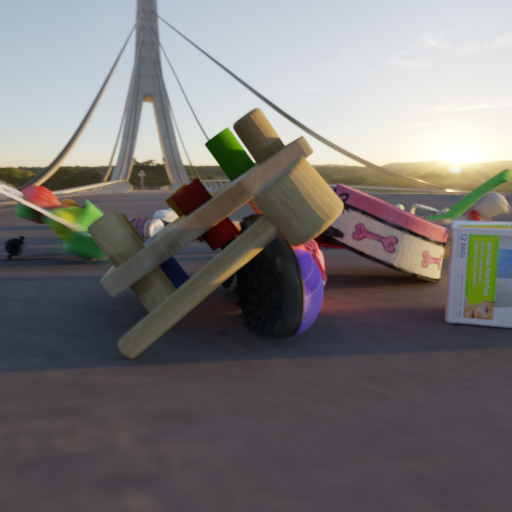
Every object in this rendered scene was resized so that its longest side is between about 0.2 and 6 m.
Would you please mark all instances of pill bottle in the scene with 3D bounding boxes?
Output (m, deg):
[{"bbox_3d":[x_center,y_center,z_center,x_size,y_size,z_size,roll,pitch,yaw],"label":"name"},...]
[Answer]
[{"bbox_3d":[-2.436,-0.558,11.879,0.863,0.493,0.493,5,9,27],"label":"pill bottle"}]

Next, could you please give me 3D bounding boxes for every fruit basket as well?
[{"bbox_3d":[-3.226,-0.606,8.912,1.884,0.883,1.745,22,1,-22],"label":"fruit basket"}]

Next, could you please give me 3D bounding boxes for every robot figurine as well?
[{"bbox_3d":[-3.995,-0.143,9.303,0.356,0.296,0.474,-22,3,-15],"label":"robot figurine"}]

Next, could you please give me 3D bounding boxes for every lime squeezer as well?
[{"bbox_3d":[3.096,-0.863,11.190,3.651,1.290,0.689,-3,-1,44],"label":"lime squeezer"}]

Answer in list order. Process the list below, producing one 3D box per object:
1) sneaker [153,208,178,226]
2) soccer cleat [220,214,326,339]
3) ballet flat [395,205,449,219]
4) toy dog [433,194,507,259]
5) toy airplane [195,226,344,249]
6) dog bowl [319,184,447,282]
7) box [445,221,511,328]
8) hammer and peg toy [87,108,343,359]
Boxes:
[{"bbox_3d":[-1.895,-1.327,15.394,2.106,1.049,0.789,-9,13,-40],"label":"sneaker"},{"bbox_3d":[0.297,0.102,5.617,1.106,1.031,3.023,2,5,-11],"label":"soccer cleat"},{"bbox_3d":[3.602,-0.859,13.234,2.263,0.723,0.856,6,9,38],"label":"ballet flat"},{"bbox_3d":[2.997,-0.356,7.749,0.582,0.796,1.208,20,-18,-26],"label":"toy dog"},{"bbox_3d":[0.485,-0.340,8.138,3.218,0.592,3.218,3,-3,0],"label":"toy airplane"},{"bbox_3d":[1.672,-0.358,7.479,1.895,0.699,1.895,21,10,-4],"label":"dog bowl"},{"bbox_3d":[2.659,0.168,5.216,1.650,0.928,0.836,4,9,18],"label":"box"},{"bbox_3d":[-0.535,-0.352,5.130,2.219,1.064,3.017,-37,9,-6],"label":"hammer and peg toy"}]
